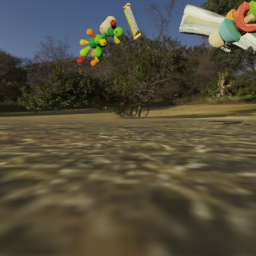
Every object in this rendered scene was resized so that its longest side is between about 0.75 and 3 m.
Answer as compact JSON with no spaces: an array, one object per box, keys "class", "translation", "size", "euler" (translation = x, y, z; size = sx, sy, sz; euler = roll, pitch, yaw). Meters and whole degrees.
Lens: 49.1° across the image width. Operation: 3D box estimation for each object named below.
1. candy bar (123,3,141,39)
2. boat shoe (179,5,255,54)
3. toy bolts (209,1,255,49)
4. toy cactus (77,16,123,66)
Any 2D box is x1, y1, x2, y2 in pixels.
[{"class":"candy bar","translation":[0.153,-4.266,11.182],"size":[0.163,0.368,1.474],"euler":[34,-19,41]},{"class":"boat shoe","translation":[2.697,-2.817,8.325],"size":[1.073,0.934,2.912],"euler":[-7,38,-43]},{"class":"toy bolts","translation":[2.211,-1.795,5.507],"size":[0.901,1.241,1.299],"euler":[-28,-3,42]},{"class":"toy cactus","translation":[-0.752,-2.533,7.719],"size":[0.902,1.455,1.764],"euler":[31,-31,-23]}]
